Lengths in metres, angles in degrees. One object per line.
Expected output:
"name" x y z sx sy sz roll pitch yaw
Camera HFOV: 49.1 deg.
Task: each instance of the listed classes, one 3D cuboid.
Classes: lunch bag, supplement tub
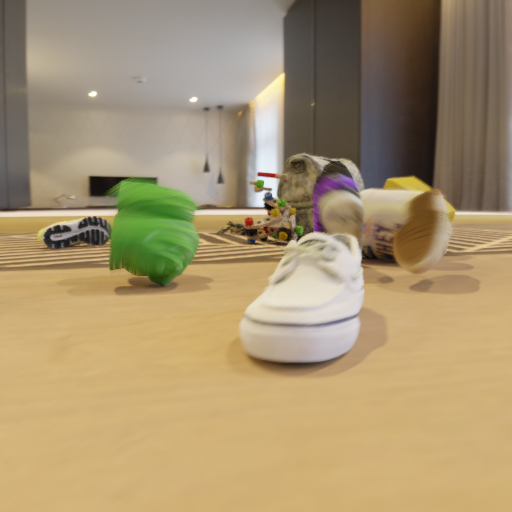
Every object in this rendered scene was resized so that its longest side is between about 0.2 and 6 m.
"lunch bag" 1.959 -1.728 16.303 1.952 2.349 2.801 0 3 38
"supplement tub" 2.524 -0.580 10.598 1.818 1.318 1.318 6 9 35

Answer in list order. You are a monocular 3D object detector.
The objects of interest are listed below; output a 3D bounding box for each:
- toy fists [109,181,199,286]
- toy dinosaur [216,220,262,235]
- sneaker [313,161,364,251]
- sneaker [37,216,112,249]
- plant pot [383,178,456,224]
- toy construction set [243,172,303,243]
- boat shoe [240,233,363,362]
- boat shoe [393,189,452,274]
"toy fists" -1.467 -0.375 8.209 1.180 0.796 2.316 4 28 -11
"toy dinosaur" -0.452 -0.854 17.913 1.956 0.464 0.862 6 1 19
"sneaker" 1.364 -0.762 9.635 0.817 1.168 2.349 -7 -27 -2
"sneaker" -4.499 -0.592 13.844 0.866 0.749 1.918 2 6 45
"plant pot" 3.350 -0.747 11.906 1.262 1.431 1.431 32 25 29
"toy construction set" 0.630 -1.186 14.764 1.498 1.950 1.626 9 18 26
"boat shoe" 0.476 0.234 5.133 0.973 0.884 2.646 1 6 13
"boat shoe" 2.512 -0.260 8.154 0.767 0.691 2.126 -23 19 28
